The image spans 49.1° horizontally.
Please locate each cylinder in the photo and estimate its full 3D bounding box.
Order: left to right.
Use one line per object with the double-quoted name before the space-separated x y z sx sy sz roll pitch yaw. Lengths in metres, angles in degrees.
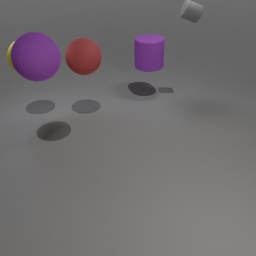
"cylinder" 1.007 -3.568 13.274 1.400 1.400 1.400 -1 34 1
"cylinder" 2.528 -4.648 11.172 0.700 0.700 0.700 15 29 -13

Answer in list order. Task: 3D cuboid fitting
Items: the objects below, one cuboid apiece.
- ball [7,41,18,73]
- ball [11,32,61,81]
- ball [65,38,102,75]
"ball" -3.905 -2.736 10.824 1.400 1.400 1.400 0 31 0
"ball" -2.679 -2.071 8.197 1.400 1.400 1.400 0 31 0
"ball" -1.724 -2.767 10.872 1.400 1.400 1.400 0 31 0
